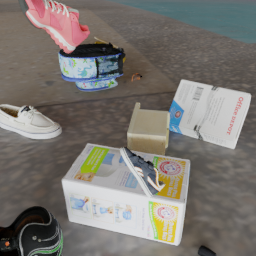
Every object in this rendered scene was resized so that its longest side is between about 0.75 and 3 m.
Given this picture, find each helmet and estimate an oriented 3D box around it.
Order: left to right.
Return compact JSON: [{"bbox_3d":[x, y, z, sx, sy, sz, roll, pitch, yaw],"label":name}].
[{"bbox_3d":[-1.698,2.021,4.819,1.232,1.232,1.174,15,4,24],"label":"helmet"}]

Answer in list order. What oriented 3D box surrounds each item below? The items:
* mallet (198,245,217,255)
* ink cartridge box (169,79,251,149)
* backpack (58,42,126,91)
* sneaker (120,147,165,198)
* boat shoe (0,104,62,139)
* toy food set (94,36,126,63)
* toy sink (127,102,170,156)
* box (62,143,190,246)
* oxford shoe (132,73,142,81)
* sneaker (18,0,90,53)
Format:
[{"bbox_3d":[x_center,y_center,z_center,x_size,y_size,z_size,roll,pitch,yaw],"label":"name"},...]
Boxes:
[{"bbox_3d":[1.198,2.510,5.034,0.986,0.203,0.325,-29,42,-33],"label":"mallet"},{"bbox_3d":[2.421,-0.435,8.529,2.117,0.892,1.545,18,77,25],"label":"ink cartridge box"},{"bbox_3d":[-1.585,-2.542,11.771,2.448,1.799,2.241,-8,25,-19],"label":"backpack"},{"bbox_3d":[0.250,0.665,4.663,0.391,0.985,0.386,-32,13,4],"label":"sneaker"},{"bbox_3d":[-3.232,-0.302,9.038,2.379,0.830,0.843,14,34,22],"label":"boat shoe"},{"bbox_3d":[-1.146,-3.920,15.180,1.642,0.912,2.791,16,28,-22],"label":"toy food set"},{"bbox_3d":[0.622,0.210,7.838,1.040,1.210,1.856,4,30,7],"label":"toy sink"},{"bbox_3d":[0.038,1.332,5.946,2.384,1.208,1.341,8,33,14],"label":"box"},{"bbox_3d":[0.414,-2.343,12.979,0.295,0.289,0.810,18,35,19],"label":"oxford shoe"},{"bbox_3d":[-2.337,-3.734,9.205,1.294,2.985,1.100,-26,66,15],"label":"sneaker"}]
